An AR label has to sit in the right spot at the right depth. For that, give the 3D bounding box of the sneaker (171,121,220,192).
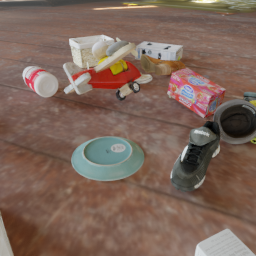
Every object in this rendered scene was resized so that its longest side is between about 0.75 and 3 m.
[{"bbox_3d":[1.795,0.573,7.256,0.845,1.151,2.544,17,35,28],"label":"sneaker"}]

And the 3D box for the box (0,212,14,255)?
[{"bbox_3d":[-3.047,1.587,4.900,1.275,1.826,2.398,-21,36,-32],"label":"box"}]

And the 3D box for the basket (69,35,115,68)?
[{"bbox_3d":[-1.889,-4.089,14.894,2.076,1.280,1.407,-16,34,-27],"label":"basket"}]

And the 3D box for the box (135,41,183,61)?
[{"bbox_3d":[1.741,-4.243,15.693,2.374,0.714,1.385,12,33,20],"label":"box"}]

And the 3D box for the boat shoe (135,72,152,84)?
[{"bbox_3d":[0.466,-2.297,12.678,1.455,0.486,0.535,-16,34,-24],"label":"boat shoe"}]

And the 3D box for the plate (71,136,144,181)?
[{"bbox_3d":[-0.563,0.718,7.889,2.060,0.263,2.060,-1,30,0],"label":"plate"}]

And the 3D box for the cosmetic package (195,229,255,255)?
[{"bbox_3d":[1.895,2.521,4.580,0.805,0.586,1.583,-16,33,-24],"label":"cosmetic package"}]

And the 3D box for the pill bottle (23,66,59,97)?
[{"bbox_3d":[-3.717,-2.003,11.710,0.976,0.976,1.739,-22,37,-32],"label":"pill bottle"}]

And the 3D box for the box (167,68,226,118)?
[{"bbox_3d":[2.483,-1.341,10.376,0.919,0.959,1.924,-22,47,-32],"label":"box"}]

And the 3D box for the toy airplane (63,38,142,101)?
[{"bbox_3d":[-1.033,-2.141,10.111,2.919,2.060,2.906,-12,-9,4],"label":"toy airplane"}]

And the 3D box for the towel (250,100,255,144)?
[{"bbox_3d":[4.774,-0.200,9.076,1.665,0.264,2.318,8,41,18],"label":"towel"}]

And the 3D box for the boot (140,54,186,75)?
[{"bbox_3d":[1.700,-3.177,13.985,1.593,0.759,2.059,-16,42,-28],"label":"boot"}]

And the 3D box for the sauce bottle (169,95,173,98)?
[{"bbox_3d":[2.078,-1.376,11.349,0.852,0.276,0.276,-7,32,-19],"label":"sauce bottle"}]

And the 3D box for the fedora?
[{"bbox_3d":[3.309,-0.167,8.686,1.531,1.354,0.691,-23,-8,-4],"label":"fedora"}]

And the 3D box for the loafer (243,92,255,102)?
[{"bbox_3d":[5.307,-0.795,10.203,2.206,0.694,0.793,13,3,13],"label":"loafer"}]
